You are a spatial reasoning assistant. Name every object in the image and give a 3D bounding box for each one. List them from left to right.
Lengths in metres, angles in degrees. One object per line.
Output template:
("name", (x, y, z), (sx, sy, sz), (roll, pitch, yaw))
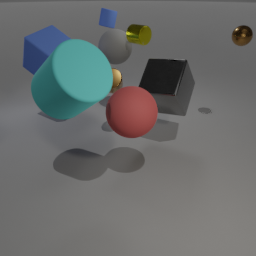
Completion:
("cube", (-2.883, -2.686, 10.459), (1.400, 1.400, 1.400), (38, 49, 8))
("cylinder", (-1.281, -1.037, 6.304), (1.400, 1.400, 1.400), (-25, 2, -39))
("cylinder", (-0.862, -4.730, 12.060), (0.700, 0.700, 0.700), (11, 21, -5))
("cylinder", (-0.535, -1.620, 9.685), (0.700, 0.700, 0.700), (1, -9, 2))
("ball", (-0.518, -3.319, 11.480), (1.400, 1.400, 1.400), (0, 28, 0))
("ball", (0.098, -0.424, 7.561), (1.400, 1.400, 1.400), (0, 28, 0))
("cylinder", (0.409, -3.509, 10.517), (0.700, 0.700, 0.700), (-25, 36, -38))
("cube", (1.345, -1.399, 9.646), (1.400, 1.400, 1.400), (9, 69, 29))
("ball", (4.009, -3.238, 9.837), (0.700, 0.700, 0.700), (0, 28, 0))
